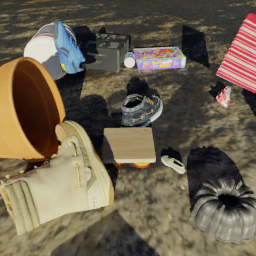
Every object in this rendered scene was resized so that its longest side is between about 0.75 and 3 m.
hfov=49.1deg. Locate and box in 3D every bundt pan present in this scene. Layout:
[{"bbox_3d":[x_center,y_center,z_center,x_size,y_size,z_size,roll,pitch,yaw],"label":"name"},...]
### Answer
[{"bbox_3d":[2.240,1.710,6.307,1.607,0.603,1.607,1,36,0],"label":"bundt pan"}]

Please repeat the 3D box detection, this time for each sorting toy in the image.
[{"bbox_3d":[0.009,0.595,7.960,1.411,0.491,1.402,-1,36,-1],"label":"sorting toy"}]

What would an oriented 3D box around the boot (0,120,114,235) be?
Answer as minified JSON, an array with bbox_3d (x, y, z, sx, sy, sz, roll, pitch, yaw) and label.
[{"bbox_3d":[-1.944,0.998,6.854,2.317,1.085,2.981,-15,45,-24],"label":"boot"}]

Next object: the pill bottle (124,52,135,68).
[{"bbox_3d":[0.087,-3.294,13.420,0.509,0.509,0.907,1,35,1],"label":"pill bottle"}]

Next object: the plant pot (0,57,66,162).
[{"bbox_3d":[-3.157,-0.341,7.635,1.940,2.772,2.772,-11,34,11],"label":"plant pot"}]

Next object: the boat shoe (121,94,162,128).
[{"bbox_3d":[0.539,-0.746,9.338,0.839,1.076,2.371,17,39,22],"label":"boat shoe"}]

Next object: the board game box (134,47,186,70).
[{"bbox_3d":[1.490,-3.396,13.568,2.240,0.501,1.506,-5,36,-7],"label":"board game box"}]

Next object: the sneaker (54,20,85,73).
[{"bbox_3d":[-1.901,-2.647,9.246,0.880,2.245,0.740,-2,63,-1],"label":"sneaker"}]

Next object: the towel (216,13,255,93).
[{"bbox_3d":[3.389,-2.022,7.646,1.300,1.797,0.202,25,17,-3],"label":"towel"}]

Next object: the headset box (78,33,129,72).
[{"bbox_3d":[-1.163,-3.666,13.457,1.996,1.063,2.292,8,36,9],"label":"headset box"}]

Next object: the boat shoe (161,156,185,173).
[{"bbox_3d":[1.251,0.944,7.684,0.282,0.243,0.784,-30,45,-35],"label":"boat shoe"}]

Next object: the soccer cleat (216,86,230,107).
[{"bbox_3d":[3.682,-1.187,10.624,0.507,0.442,1.327,53,36,-2],"label":"soccer cleat"}]

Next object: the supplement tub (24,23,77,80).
[{"bbox_3d":[-3.328,-3.486,12.467,1.897,1.897,2.704,0,36,0],"label":"supplement tub"}]
